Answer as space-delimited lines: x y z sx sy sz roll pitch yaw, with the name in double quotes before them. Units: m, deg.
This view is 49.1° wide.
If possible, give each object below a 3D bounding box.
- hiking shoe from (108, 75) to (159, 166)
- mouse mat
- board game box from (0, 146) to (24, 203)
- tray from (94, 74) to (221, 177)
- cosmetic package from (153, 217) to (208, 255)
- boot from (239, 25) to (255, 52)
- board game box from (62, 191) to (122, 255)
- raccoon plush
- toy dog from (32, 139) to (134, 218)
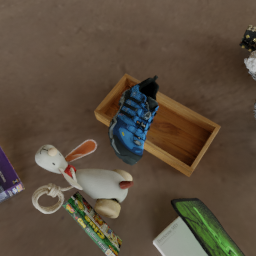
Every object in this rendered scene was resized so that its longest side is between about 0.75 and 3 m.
"hiking shoe" 0.183 -0.268 6.048 0.833 0.971 2.239 30 43 -25
"mouse mat" 1.857 2.315 4.549 0.108 2.307 2.867 -42 65 11
"board game box" -3.228 1.007 6.098 1.289 0.442 1.560 -30 64 -24
"tray" 0.665 -0.127 6.768 2.683 0.497 1.323 32 71 15
"cosmetic package" 1.321 2.496 5.211 0.894 0.705 1.661 -40 69 -13
"boot" 3.710 -1.983 7.501 1.509 0.721 1.997 26 51 10
"board game box" -0.649 1.832 5.333 0.159 0.711 1.356 -43 88 8
"raccoon plush" 3.179 -0.017 5.829 2.820 1.364 1.889 29 49 -23
"toy dog" -0.710 0.929 5.386 2.060 0.992 1.358 15 55 -27
